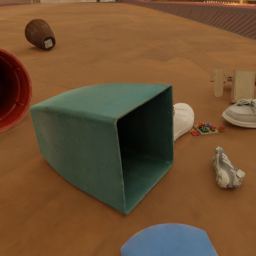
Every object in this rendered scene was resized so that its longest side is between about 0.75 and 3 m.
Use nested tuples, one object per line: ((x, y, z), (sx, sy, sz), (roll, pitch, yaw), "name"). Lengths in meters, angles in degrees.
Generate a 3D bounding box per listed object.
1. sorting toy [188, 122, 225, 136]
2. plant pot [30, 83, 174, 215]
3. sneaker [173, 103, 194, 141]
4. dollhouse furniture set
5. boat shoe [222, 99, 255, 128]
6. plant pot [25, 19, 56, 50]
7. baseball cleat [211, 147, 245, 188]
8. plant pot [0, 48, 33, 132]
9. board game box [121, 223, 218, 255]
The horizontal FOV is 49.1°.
((1.993, -0.017, 7.256), (0.970, 0.164, 0.468), (-8, 29, -13), "sorting toy")
((-0.607, 0.081, 5.533), (2.498, 1.764, 1.765), (14, 31, 33), "plant pot")
((1.121, -0.333, 6.991), (0.833, 0.969, 2.288), (9, 29, 26), "sneaker")
((3.514, -1.359, 9.559), (1.782, 1.020, 2.089), (3, 5, 3), "dollhouse furniture set")
((3.716, -0.581, 7.624), (2.461, 0.789, 0.907), (-7, 29, -13), "boat shoe")
((-4.550, -4.851, 15.033), (1.466, 1.466, 1.568), (-19, 47, -31), "plant pot")
((2.007, 0.807, 5.618), (0.576, 0.377, 1.082), (10, 39, 5), "baseball cleat")
((-4.031, -1.111, 7.510), (2.148, 2.148, 2.089), (-25, 29, -37), "plant pot")
((0.585, 1.920, 3.603), (1.257, 0.310, 1.591), (-8, 24, -5), "board game box")
